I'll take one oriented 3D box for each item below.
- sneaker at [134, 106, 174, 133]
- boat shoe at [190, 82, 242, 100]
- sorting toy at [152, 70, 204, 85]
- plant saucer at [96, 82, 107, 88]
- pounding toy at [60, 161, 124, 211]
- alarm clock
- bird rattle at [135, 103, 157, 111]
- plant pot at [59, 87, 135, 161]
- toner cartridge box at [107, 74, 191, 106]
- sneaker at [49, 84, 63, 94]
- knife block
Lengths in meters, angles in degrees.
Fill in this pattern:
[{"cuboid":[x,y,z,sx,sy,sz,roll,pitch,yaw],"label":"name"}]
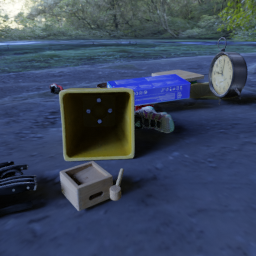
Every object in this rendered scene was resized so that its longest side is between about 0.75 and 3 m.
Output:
[{"cuboid":[0.565,-0.146,8.717,1.176,0.654,1.682,-16,22,-24],"label":"sneaker"},{"cuboid":[3.675,-1.625,12.131,2.280,0.832,0.717,-5,5,11],"label":"boat shoe"},{"cuboid":[2.504,-2.396,14.195,1.894,0.659,1.882,-14,26,-32],"label":"sorting toy"},{"cuboid":[-0.781,-1.960,13.655,1.515,0.261,1.515,0,21,0],"label":"plant saucer"},{"cuboid":[-0.539,1.158,5.369,1.075,0.560,1.223,-15,26,-33],"label":"pounding toy"},{"cuboid":[3.834,-2.305,10.850,0.841,2.527,1.704,-6,-8,-14],"label":"alarm clock"},{"cuboid":[0.694,-1.242,10.938,1.262,0.872,1.547,-10,30,-23],"label":"bird rattle"},{"cuboid":[-0.783,-0.271,7.581,1.757,1.769,1.809,-2,15,-4],"label":"plant pot"},{"cuboid":[0.732,-1.387,10.180,2.757,0.595,1.310,-9,27,-14],"label":"toner cartridge box"},{"cuboid":[-3.500,-1.855,13.217,0.515,0.373,1.054,-16,28,-40],"label":"sneaker"},{"cuboid":[-2.779,1.276,4.850,1.935,0.705,2.204,8,22,23],"label":"knife block"}]
